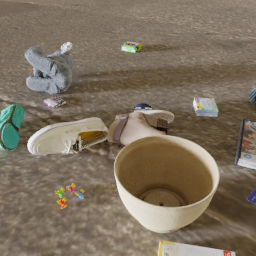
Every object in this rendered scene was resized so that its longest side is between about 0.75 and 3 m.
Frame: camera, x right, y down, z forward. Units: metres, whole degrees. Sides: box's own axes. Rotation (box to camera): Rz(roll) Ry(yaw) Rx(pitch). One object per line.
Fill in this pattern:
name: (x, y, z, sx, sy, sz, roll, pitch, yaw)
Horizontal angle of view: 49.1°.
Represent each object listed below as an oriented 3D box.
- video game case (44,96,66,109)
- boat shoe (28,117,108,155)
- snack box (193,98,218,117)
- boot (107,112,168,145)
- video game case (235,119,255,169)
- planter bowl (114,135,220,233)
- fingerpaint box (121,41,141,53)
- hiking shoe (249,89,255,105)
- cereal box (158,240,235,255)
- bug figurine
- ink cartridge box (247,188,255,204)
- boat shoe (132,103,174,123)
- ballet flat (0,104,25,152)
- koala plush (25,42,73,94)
video game case: (-3.390, -1.209, 12.983, 0.763, 0.137, 0.691, 28, 44, 33)
boat shoe: (-2.011, 0.430, 10.001, 2.914, 1.033, 1.017, -14, 38, -29)
snack box: (3.428, -0.933, 12.398, 0.902, 0.362, 1.070, 3, 36, 3)
boot: (0.318, 0.377, 10.092, 2.150, 1.033, 2.941, 3, 31, 9)
video game case: (5.284, 0.686, 10.144, 2.434, 0.343, 2.693, 13, 38, 18)
planter bowl: (0.967, 1.662, 7.556, 2.618, 1.762, 2.618, 0, 36, 0)
fingerpaint box: (0.217, -5.410, 18.668, 1.058, 0.388, 0.883, 17, 39, 22)
hiking shoe: (6.957, -1.348, 12.380, 2.844, 1.058, 1.233, 25, 44, 31)
cereal box: (1.557, 3.352, 6.382, 1.817, 0.359, 1.308, 7, 36, 9)
bug figurine: (-1.765, 2.015, 8.370, 0.858, 0.221, 0.665, -20, 47, -33)
ink cartridge box: (4.402, 2.052, 8.296, 1.240, 0.291, 1.226, 31, 46, 33)
boat shoe: (1.046, -0.685, 11.767, 1.782, 0.665, 0.826, 4, 43, 7)
ballet flat: (-4.652, 0.095, 10.684, 0.975, 0.933, 2.770, -24, 35, 8)
koala plush: (-3.538, -3.074, 14.109, 2.281, 2.201, 2.482, 18, 37, 4)
